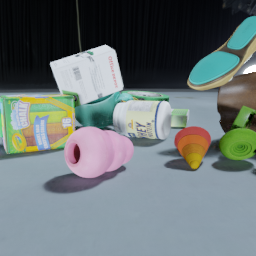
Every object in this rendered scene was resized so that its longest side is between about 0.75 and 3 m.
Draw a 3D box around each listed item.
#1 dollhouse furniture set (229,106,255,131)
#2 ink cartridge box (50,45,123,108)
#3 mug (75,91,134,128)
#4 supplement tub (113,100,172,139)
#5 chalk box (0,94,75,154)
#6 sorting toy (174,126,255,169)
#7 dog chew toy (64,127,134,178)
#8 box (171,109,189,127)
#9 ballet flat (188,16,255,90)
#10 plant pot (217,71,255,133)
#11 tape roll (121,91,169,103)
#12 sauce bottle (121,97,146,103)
[{"bbox_3d":[3.386,0.498,5.709,2.616,1.010,1.307,28,10,29],"label":"dollhouse furniture set"},{"bbox_3d":[-1.236,-1.593,8.660,1.878,1.371,0.792,-22,35,-14],"label":"ink cartridge box"},{"bbox_3d":[-0.991,-0.727,9.691,1.747,1.315,2.126,-31,45,-21],"label":"mug"},{"bbox_3d":[0.431,-0.256,8.171,1.500,1.088,1.088,4,11,23],"label":"supplement tub"},{"bbox_3d":[-2.532,-0.163,7.045,2.126,1.323,1.316,-6,11,-28],"label":"chalk box"},{"bbox_3d":[2.102,0.542,5.543,2.347,0.814,0.808,3,39,7],"label":"sorting toy"},{"bbox_3d":[-0.447,0.426,5.182,0.894,0.894,1.435,8,5,40],"label":"dog chew toy"},{"bbox_3d":[0.992,-0.457,11.143,2.785,0.506,2.010,1,10,15],"label":"box"},{"bbox_3d":[2.802,-1.804,7.588,2.966,0.935,1.018,-43,48,-12],"label":"ballet flat"},{"bbox_3d":[3.869,-0.643,7.545,2.363,2.387,2.387,-1,7,42],"label":"plant pot"},{"bbox_3d":[1.005,-1.707,16.789,2.883,0.693,2.883,4,14,-1],"label":"tape roll"},{"bbox_3d":[0.078,-1.107,13.574,0.904,0.904,2.738,6,14,29],"label":"sauce bottle"}]
